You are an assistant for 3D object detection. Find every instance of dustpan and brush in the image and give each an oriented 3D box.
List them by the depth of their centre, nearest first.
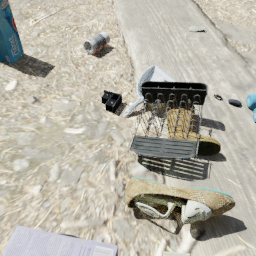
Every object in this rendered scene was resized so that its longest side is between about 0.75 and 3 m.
[{"bbox_3d":[0.732,-1.183,10.128,2.342,0.670,1.635,-46,69,-1],"label":"dustpan and brush"}]

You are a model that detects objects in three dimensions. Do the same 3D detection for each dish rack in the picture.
[{"bbox_3d":[1.244,-0.294,8.681,2.241,0.797,2.922,4,46,18],"label":"dish rack"}]

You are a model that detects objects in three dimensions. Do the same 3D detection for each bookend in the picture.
[{"bbox_3d":[-0.695,-0.963,10.201,0.753,0.347,0.749,17,48,17],"label":"bookend"}]

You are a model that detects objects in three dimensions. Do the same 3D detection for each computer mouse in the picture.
[{"bbox_3d":[3.708,-1.075,10.429,1.077,0.183,0.316,25,51,23],"label":"computer mouse"}]

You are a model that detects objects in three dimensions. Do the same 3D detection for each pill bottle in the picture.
[{"bbox_3d":[-1.403,-3.944,12.916,0.678,0.678,1.191,29,52,26],"label":"pill bottle"}]

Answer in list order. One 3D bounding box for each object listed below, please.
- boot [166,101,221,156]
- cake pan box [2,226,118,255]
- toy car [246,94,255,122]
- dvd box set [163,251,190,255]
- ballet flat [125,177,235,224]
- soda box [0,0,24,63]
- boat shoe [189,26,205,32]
[{"bbox_3d":[2.084,-0.095,9.136,1.751,0.661,2.000,7,45,7],"label":"boot"},{"bbox_3d":[-1.614,3.412,5.642,2.443,0.694,2.652,8,46,6],"label":"cake pan box"},{"bbox_3d":[5.126,-1.114,9.403,1.559,1.691,1.496,1,45,0],"label":"toy car"},{"bbox_3d":[1.085,3.216,6.215,0.629,0.126,0.860,2,45,2],"label":"dvd box set"},{"bbox_3d":[1.204,1.920,6.954,2.738,0.965,0.894,5,42,18],"label":"ballet flat"},{"bbox_3d":[-5.346,-4.267,11.638,0.943,2.940,0.997,14,47,13],"label":"soda box"},{"bbox_3d":[3.546,-5.095,14.423,0.832,0.303,0.257,-2,1,7],"label":"boat shoe"}]
